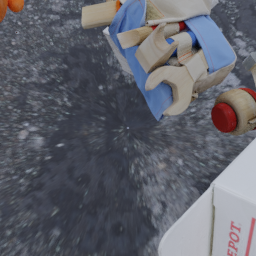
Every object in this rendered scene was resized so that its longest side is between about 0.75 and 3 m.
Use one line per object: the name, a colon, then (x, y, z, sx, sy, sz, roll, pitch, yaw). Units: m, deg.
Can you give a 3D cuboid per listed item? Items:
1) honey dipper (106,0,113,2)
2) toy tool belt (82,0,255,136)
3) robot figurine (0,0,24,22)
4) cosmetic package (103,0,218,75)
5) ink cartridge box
honey dipper: (-0.367, -3.621, 5.575, 0.511, 2.688, 0.511, 3, 40, -3)
toy tool belt: (0.478, -0.775, 3.582, 1.484, 1.507, 2.414, -23, 74, -17)
robot figurine: (-2.830, -2.754, 4.942, 1.767, 1.432, 2.456, -3, 67, -11)
cosmetic package: (0.882, -2.636, 6.607, 2.936, 1.212, 0.744, -45, 52, -10)
ink cartridge box: (1.552, 0.861, 2.589, 2.822, 1.625, 0.957, -31, 38, -35)
